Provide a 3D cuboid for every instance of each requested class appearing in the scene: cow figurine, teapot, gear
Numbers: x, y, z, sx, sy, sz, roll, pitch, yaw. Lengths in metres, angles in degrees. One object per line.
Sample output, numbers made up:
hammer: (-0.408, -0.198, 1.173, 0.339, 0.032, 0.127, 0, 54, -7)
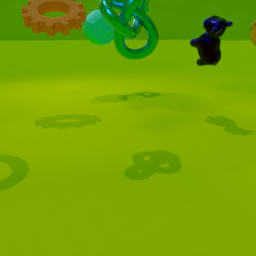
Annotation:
cow figurine: (2.305, -2.323, 7.613, 0.734, 1.338, 1.316, -30, 20, -20)
teapot: (-0.904, -3.722, 10.582, 2.083, 1.295, 1.020, 7, 22, -36)
gear: (-2.120, -3.280, 8.081, 1.763, 0.326, 1.763, 2, 50, -3)

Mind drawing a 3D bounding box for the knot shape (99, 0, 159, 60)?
knot shape: (0.121, -2.215, 5.616, 0.657, 1.331, 1.423, 10, -23, 44)

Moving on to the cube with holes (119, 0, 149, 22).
cube with holes: (0.198, -4.998, 11.436, 0.848, 0.848, 0.848, -4, -12, -43)

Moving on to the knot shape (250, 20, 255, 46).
knot shape: (3.347, -1.839, 6.006, 1.478, 0.683, 1.383, 30, -7, 16)
